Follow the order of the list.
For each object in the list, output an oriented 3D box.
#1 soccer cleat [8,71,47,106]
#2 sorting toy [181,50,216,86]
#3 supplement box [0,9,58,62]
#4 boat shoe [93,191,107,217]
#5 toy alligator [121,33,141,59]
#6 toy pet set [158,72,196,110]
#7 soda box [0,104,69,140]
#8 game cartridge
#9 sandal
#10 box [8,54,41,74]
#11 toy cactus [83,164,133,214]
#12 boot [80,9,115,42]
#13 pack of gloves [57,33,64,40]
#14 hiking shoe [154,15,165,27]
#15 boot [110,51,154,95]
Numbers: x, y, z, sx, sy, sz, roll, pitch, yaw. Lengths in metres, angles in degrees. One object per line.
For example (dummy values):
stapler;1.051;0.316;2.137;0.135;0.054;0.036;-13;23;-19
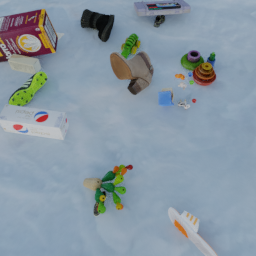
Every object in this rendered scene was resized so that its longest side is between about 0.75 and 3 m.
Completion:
soccer cleat;-4.110;-1.574;11.505;1.951;0.659;0.791;-49;33;-17
sorting toy;3.198;-2.836;12.166;1.278;0.873;2.127;-16;56;-11
supplement box;-4.721;-4.034;12.353;2.787;1.538;1.193;-8;56;6
boat shoe;-0.901;2.390;8.902;0.292;0.246;0.818;15;56;10
toy alligator;0.008;-3.723;12.937;0.683;0.625;2.305;20;57;13
toy pet set;1.869;-1.267;10.797;1.354;1.450;0.770;-2;44;22
soda box;-3.467;-0.212;10.376;2.363;0.805;0.752;8;56;5
game cartridge;1.726;-6.277;14.522;2.696;0.517;1.748;-5;31;-4
sandal;1.967;2.997;8.260;0.536;0.717;1.872;-37;72;-25
box;-4.539;-2.807;12.335;1.234;0.586;0.480;14;56;8
toy cactus;-0.691;1.889;9.029;1.533;0.950;1.858;5;56;27
boot;-1.599;-5.005;13.695;1.586;0.798;2.121;11;45;0
pack of gloves;-3.970;-4.074;13.479;1.317;0.309;1.568;12;52;21
hiking shoe;1.646;-5.580;14.314;0.372;0.495;0.983;23;58;15
boot;0.255;-2.519;11.239;0.804;2.289;1.674;6;53;36
